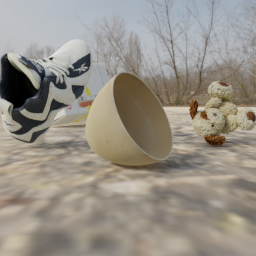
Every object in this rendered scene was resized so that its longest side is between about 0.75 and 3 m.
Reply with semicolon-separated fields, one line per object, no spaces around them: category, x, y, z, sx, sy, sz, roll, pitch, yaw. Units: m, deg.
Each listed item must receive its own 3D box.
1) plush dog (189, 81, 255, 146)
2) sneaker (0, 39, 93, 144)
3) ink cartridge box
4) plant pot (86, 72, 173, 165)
plush dog;1.484;-0.159;4.780;0.881;1.026;0.823;-25;-23;-18
sneaker;-1.267;-0.875;4.411;0.855;2.143;1.394;35;-20;8
ink cartridge box;-1.607;-1.123;8.934;1.005;1.748;2.409;-22;-6;38
plant pot;-0.068;-0.002;3.245;0.715;1.065;1.065;-29;-11;31
